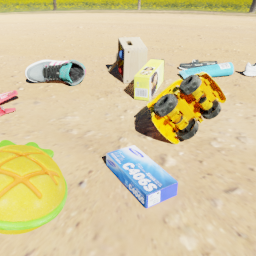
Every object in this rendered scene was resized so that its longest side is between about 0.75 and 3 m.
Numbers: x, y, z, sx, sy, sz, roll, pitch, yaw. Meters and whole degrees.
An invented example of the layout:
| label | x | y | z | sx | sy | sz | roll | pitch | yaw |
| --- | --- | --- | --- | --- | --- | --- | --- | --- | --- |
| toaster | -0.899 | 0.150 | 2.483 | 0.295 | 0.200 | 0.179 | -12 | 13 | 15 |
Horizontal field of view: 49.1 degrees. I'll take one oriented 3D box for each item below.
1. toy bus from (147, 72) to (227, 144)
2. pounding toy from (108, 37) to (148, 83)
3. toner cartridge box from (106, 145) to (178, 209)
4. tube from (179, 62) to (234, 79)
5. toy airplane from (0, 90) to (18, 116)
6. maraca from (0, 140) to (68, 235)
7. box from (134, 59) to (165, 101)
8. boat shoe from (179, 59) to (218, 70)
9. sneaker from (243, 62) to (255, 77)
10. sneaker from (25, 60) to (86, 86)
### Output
| label | x | y | z | sx | sy | sz | roll | pitch | yaw |
| --- | --- | --- | --- | --- | --- | --- | --- | --- | --- |
| toy bus | 1.601 | -0.811 | 8.472 | 2.027 | 1.376 | 1.946 | -41 | 24 | 10 |
| pounding toy | -0.089 | -3.199 | 13.367 | 1.477 | 1.913 | 2.078 | -5 | 37 | -11 |
| toner cartridge box | 0.271 | 1.073 | 6.670 | 0.869 | 0.395 | 1.829 | -14 | 31 | -29 |
| tube | 3.842 | -2.752 | 13.691 | 2.531 | 0.638 | 0.980 | -8 | 26 | -5 |
| toy airplane | -4.828 | -0.875 | 10.356 | 1.921 | 0.353 | 1.921 | -3 | 32 | 2 |
| maraca | -2.226 | 0.990 | 5.691 | 1.902 | 1.484 | 2.774 | 10 | 24 | -25 |
| box | 0.974 | -2.147 | 12.055 | 0.699 | 1.050 | 2.790 | 8 | 30 | 16 |
| boat shoe | 3.663 | -3.316 | 14.666 | 1.983 | 0.598 | 0.750 | 7 | 29 | 13 |
| sneaker | 6.529 | -2.864 | 13.749 | 1.568 | 0.683 | 0.584 | 5 | 28 | 7 |
| sneaker | -3.098 | -2.474 | 12.625 | 2.765 | 1.156 | 1.670 | -13 | 21 | -25 |
